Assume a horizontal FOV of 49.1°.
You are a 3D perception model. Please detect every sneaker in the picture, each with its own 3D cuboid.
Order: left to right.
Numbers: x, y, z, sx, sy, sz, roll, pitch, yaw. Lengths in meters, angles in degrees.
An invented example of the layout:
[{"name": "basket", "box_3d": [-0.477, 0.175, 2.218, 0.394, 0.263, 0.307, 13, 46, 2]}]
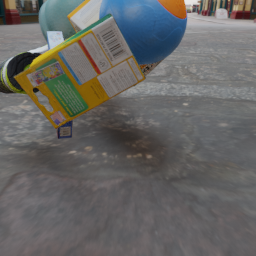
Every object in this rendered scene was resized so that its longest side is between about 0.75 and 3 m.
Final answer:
[{"name": "sneaker", "box_3d": [-2.123, -1.465, 6.596, 1.106, 1.010, 2.733, -3, 19, 25]}]

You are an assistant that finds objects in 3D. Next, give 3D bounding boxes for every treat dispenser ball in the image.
[{"name": "treat dispenser ball", "box_3d": [0.282, -2.048, 5.300, 1.657, 1.657, 1.657, 0, 25, 0]}]

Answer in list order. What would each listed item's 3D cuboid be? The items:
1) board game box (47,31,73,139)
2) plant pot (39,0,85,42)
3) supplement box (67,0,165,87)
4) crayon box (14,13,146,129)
[{"name": "board game box", "box_3d": [-1.257, -0.786, 5.149, 0.307, 1.416, 1.409, -5, 46, -17]}, {"name": "plant pot", "box_3d": [-1.118, -3.370, 8.702, 1.785, 2.664, 2.664, -27, 4, 40]}, {"name": "supplement box", "box_3d": [-0.162, -2.311, 6.818, 1.441, 0.841, 2.287, -43, 69, -5]}, {"name": "crayon box", "box_3d": [-0.449, -0.532, 2.735, 1.053, 0.662, 0.272, -28, 29, 7]}]
